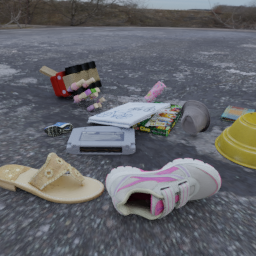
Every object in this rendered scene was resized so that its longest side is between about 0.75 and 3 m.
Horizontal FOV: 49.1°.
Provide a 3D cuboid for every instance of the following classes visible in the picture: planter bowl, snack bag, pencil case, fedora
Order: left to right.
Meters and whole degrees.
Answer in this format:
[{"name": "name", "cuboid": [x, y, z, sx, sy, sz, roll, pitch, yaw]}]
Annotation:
[{"name": "snack bag", "cuboid": [0.054, -0.579, 11.013, 2.353, 0.267, 2.495, 6, 24, 43]}, {"name": "pencil case", "cuboid": [1.229, -1.616, 12.790, 0.482, 1.103, 0.482, 40, 15, -14]}, {"name": "fedora", "cuboid": [2.228, -0.260, 9.688, 1.145, 1.295, 0.585, 25, 50, 30]}, {"name": "planter bowl", "cuboid": [4.228, 0.202, 8.999, 2.658, 1.107, 2.658, -1, 25, 0]}]

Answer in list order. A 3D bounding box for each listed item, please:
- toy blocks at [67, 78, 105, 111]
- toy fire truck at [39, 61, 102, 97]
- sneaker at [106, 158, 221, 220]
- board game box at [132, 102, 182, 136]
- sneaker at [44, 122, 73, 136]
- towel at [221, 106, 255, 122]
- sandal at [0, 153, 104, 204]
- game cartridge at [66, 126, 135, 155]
[{"name": "toy blocks", "cuboid": [-1.984, -1.353, 12.676, 1.243, 1.477, 1.380, -27, 4, 20]}, {"name": "toy fire truck", "cuboid": [-3.283, -2.550, 14.467, 2.990, 1.924, 2.632, -11, 15, 24]}, {"name": "sneaker", "cuboid": [0.833, 1.505, 6.397, 2.701, 1.099, 1.191, -9, 26, 1]}, {"name": "board game box", "cuboid": [1.304, -0.446, 11.334, 1.414, 0.317, 2.699, 8, 26, 21]}, {"name": "sneaker", "cuboid": [-2.580, 0.032, 10.267, 1.052, 0.413, 0.469, -10, 19, -39]}, {"name": "towel", "cuboid": [4.631, -0.574, 11.737, 1.196, 0.177, 1.630, 13, 28, 24]}, {"name": "sandal", "cuboid": [-2.116, 1.109, 7.181, 2.999, 0.986, 1.100, 6, 26, 12]}, {"name": "game cartridge", "cuboid": [-0.849, 0.392, 9.422, 2.175, 0.452, 1.448, 0, 21, 0]}]
